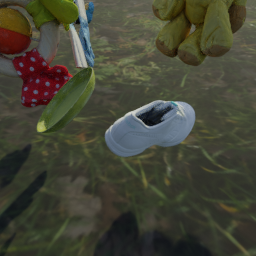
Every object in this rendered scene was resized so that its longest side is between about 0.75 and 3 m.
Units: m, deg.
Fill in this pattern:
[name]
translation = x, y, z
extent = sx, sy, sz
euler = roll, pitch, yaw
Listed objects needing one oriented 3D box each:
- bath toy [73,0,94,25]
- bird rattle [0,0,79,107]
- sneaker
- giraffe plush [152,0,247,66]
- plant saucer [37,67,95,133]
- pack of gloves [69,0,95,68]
[bath toy]
translation = -2.091, -3.947, 9.498
extent = 1.884, 0.819, 0.696
euler = -17, -1, -31
[bird rattle]
translation = -2.233, -1.933, 6.221
extent = 2.397, 2.940, 1.656
euler = 16, 22, -3
[sneaker]
translation = 0.571, -0.141, 4.229
extent = 1.882, 0.833, 0.708
euler = -21, 67, -42
[giraffe plush]
translation = 2.317, -3.318, 7.623
extent = 2.373, 2.927, 2.525
euler = -22, 40, -41
[plant saucer]
translation = -1.104, -0.479, 5.185
extent = 1.530, 0.238, 1.530
euler = -35, 30, 24
[pack of gloves]
translation = -1.531, -2.842, 7.748
extent = 0.480, 2.434, 2.045
euler = -9, 10, 8
